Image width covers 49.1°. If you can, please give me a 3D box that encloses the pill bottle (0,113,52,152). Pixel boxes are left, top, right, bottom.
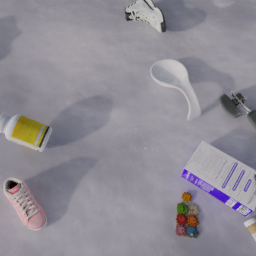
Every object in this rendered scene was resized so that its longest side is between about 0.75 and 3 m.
[{"bbox_3d":[-3.360,0.098,9.065,1.596,0.894,0.894,24,58,-13],"label":"pill bottle"}]

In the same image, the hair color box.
[{"bbox_3d":[2.920,1.508,8.575,2.254,0.731,1.232,31,62,20],"label":"hair color box"}]

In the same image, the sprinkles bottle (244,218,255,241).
[{"bbox_3d":[3.684,3.038,7.833,0.339,0.339,0.994,-20,61,-12],"label":"sprinkles bottle"}]

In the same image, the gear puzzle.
[{"bbox_3d":[1.770,2.520,8.252,0.701,0.177,1.354,7,58,4],"label":"gear puzzle"}]

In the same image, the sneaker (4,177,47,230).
[{"bbox_3d":[-3.026,2.137,8.072,0.660,0.916,1.753,-34,65,-21],"label":"sneaker"}]

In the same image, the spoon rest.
[{"bbox_3d":[1.858,-1.630,10.476,1.390,0.848,2.797,-21,61,-13],"label":"spoon rest"}]

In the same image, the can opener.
[{"bbox_3d":[4.323,-0.235,9.795,0.918,0.727,2.762,-41,59,16],"label":"can opener"}]

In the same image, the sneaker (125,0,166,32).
[{"bbox_3d":[0.692,-4.907,12.622,1.455,0.954,2.529,-21,52,-3],"label":"sneaker"}]
